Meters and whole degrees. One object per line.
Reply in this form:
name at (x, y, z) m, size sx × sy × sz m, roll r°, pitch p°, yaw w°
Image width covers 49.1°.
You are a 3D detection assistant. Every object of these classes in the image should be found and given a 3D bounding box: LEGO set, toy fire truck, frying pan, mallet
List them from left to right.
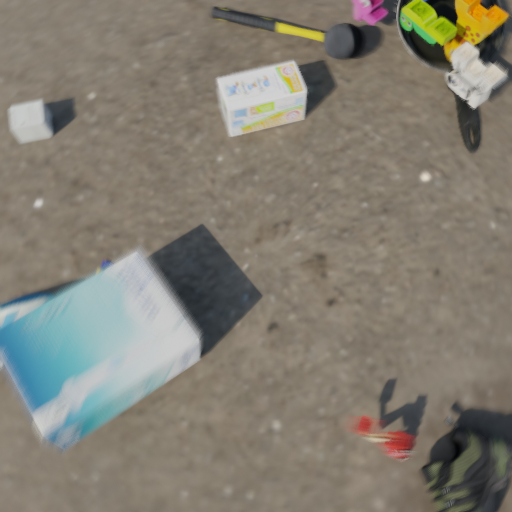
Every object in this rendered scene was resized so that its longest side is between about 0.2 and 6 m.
mallet at (0.572, -4.873, 12.005) m, size 3.487 × 1.148 × 0.718 m, roll 16°, pitch 115°, yaw 9°
toy fire truck at (2.089, 2.999, 9.163) m, size 0.743 × 1.053 × 0.257 m, roll 11°, pitch 61°, yaw 29°
LEGO set at (3.701, -4.616, 11.483) m, size 1.525 × 1.640 × 3.997 m, roll -36°, pitch 69°, yaw -6°
frying pan at (4.480, -4.301, 11.955) m, size 2.356 × 0.634 × 3.895 m, roll -28°, pitch 88°, yaw -7°

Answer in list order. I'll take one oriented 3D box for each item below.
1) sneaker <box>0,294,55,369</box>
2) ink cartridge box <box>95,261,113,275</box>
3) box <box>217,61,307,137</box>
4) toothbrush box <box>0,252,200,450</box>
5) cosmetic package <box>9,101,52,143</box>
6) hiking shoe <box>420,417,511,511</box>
sneaker at (-4.556, 1.438, 9.844) m, size 2.345 × 0.897 × 0.947 m, roll -31°, pitch 104°, yaw -20°
ink cartridge box at (-2.652, 0.500, 10.452) m, size 0.741 × 0.176 × 0.749 m, roll 15°, pitch 70°, yaw 0°
box at (0.123, -3.194, 11.433) m, size 1.642 × 0.924 × 0.832 m, roll -15°, pitch 67°, yaw -5°
toothbrush box at (-2.566, 1.519, 9.278) m, size 2.697 × 1.150 × 1.975 m, roll -33°, pitch 71°, yaw -18°
cosmetic package at (-4.607, -2.744, 11.480) m, size 0.659 × 0.548 × 0.552 m, roll -13°, pitch 71°, yaw -3°
hiking shoe at (3.152, 3.915, 8.943) m, size 1.256 × 0.945 × 2.495 m, roll 21°, pitch 62°, yaw 17°
